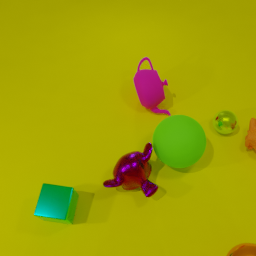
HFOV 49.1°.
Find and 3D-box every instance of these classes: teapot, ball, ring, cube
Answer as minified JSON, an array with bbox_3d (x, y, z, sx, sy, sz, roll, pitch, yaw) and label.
[{"bbox_3d":[0.758,-1.172,8.523,0.969,1.231,1.979,-18,98,8],"label":"teapot"},{"bbox_3d":[2.820,-0.178,8.119,0.708,0.708,0.708,0,55,0],"label":"ball"},{"bbox_3d":[2.713,3.206,5.647,1.741,0.348,1.741,14,44,-14],"label":"ring"},{"bbox_3d":[1.314,0.342,7.230,1.372,1.372,1.372,0,55,0],"label":"ball"},{"bbox_3d":[-1.667,1.810,6.647,0.751,0.751,0.751,7,64,5],"label":"cube"}]

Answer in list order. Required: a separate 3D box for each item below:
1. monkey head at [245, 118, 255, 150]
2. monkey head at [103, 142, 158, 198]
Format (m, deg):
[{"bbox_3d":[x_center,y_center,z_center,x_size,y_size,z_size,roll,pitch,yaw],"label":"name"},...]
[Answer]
[{"bbox_3d":[3.652,0.205,7.568,0.824,1.367,0.983,0,74,38],"label":"monkey head"},{"bbox_3d":[0.201,1.137,6.894,1.554,0.936,1.118,-41,39,-8],"label":"monkey head"}]
